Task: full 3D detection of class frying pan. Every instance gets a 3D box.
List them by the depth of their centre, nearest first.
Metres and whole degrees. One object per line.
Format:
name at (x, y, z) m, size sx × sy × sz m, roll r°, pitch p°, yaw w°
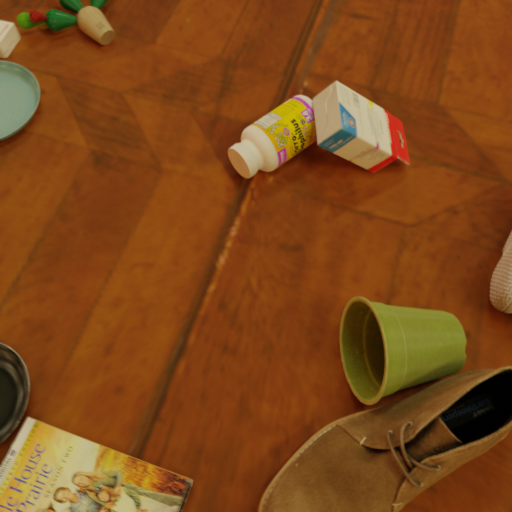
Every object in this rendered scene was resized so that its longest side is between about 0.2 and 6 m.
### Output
frying pan at (-4.180, 1.915, 7.205) m, size 2.571 × 0.418 × 1.555 m, roll -7°, pitch 62°, yaw -2°

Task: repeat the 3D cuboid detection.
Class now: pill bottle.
pill bottle at (0.310, -1.873, 8.961) m, size 1.523 × 0.794 × 0.794 m, roll -37°, pitch 68°, yaw -17°

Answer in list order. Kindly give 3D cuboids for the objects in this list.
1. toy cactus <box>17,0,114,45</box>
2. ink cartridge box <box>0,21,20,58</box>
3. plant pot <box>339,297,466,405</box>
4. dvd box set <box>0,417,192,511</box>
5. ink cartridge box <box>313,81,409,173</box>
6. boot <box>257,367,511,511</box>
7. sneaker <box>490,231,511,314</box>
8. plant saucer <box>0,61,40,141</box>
toy cactus at (-3.307, -4.725, 10.441) m, size 2.175 × 1.112 × 1.795 m, roll -39°, pitch 78°, yaw -27°
ink cartridge box at (-4.921, -4.055, 10.355) m, size 0.829 × 0.356 × 0.607 m, roll 14°, pitch 63°, yaw 9°
plant pot at (1.932, 1.174, 7.215) m, size 1.283 × 1.351 × 1.351 m, roll -1°, pitch 62°, yaw -15°
dvd box set at (-2.088, 3.066, 6.638) m, size 2.233 × 0.328 × 1.634 m, roll 18°, pitch 63°, yaw 9°
ink cartridge box at (1.680, -1.957, 8.872) m, size 1.612 × 0.542 × 0.937 m, roll 18°, pitch 58°, yaw -36°
boot at (1.604, 2.266, 6.498) m, size 3.608 × 1.362 × 1.328 m, roll -27°, pitch 68°, yaw -12°
sneaker at (4.743, -0.289, 7.937) m, size 1.865 × 1.236 × 3.277 m, roll 28°, pitch 72°, yaw 13°
plant saucer at (-4.648, -2.598, 9.649) m, size 1.888 × 0.259 × 1.888 m, roll 0°, pitch 63°, yaw 0°
